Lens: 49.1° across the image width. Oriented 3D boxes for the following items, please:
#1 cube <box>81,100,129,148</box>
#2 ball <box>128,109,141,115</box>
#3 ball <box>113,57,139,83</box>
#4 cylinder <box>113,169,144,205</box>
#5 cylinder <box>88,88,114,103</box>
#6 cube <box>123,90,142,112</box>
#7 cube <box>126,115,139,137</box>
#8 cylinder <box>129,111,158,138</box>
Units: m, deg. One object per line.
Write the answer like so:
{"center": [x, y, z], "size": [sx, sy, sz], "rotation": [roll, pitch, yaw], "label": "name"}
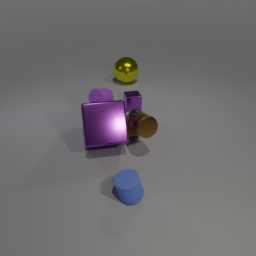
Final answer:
{"center": [-0.830, -0.115, 9.531], "size": [1.400, 1.400, 1.400], "rotation": [-6, -2, -10], "label": "cube"}
{"center": [0.322, -0.425, 11.255], "size": [0.700, 0.700, 0.700], "rotation": [0, 30, 0], "label": "ball"}
{"center": [-0.104, -3.134, 15.124], "size": [1.400, 1.400, 1.400], "rotation": [0, 30, 0], "label": "ball"}
{"center": [0.028, 1.594, 7.616], "size": [0.700, 0.700, 0.700], "rotation": [-11, 37, 9], "label": "cylinder"}
{"center": [-1.012, -1.156, 10.577], "size": [0.700, 0.700, 0.700], "rotation": [19, 19, 29], "label": "cylinder"}
{"center": [0.199, -1.216, 12.598], "size": [0.700, 0.700, 0.700], "rotation": [-6, 31, -11], "label": "cube"}
{"center": [0.079, -0.089, 10.482], "size": [0.700, 0.700, 0.700], "rotation": [-6, 10, -13], "label": "cube"}
{"center": [0.477, -0.109, 8.730], "size": [0.700, 0.700, 0.700], "rotation": [-11, 19, -18], "label": "cylinder"}
